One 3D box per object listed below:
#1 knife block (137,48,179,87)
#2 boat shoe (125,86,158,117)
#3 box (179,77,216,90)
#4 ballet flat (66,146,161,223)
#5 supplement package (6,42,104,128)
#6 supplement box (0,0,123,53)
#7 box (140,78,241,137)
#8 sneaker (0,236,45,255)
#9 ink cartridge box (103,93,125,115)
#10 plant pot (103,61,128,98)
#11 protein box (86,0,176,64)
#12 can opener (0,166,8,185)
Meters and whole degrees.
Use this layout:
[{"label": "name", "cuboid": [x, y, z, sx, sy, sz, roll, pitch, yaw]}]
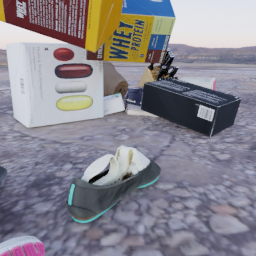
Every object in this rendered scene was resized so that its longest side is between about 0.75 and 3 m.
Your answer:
[{"label": "knife block", "cuboid": [1.218, -2.339, 12.867, 0.927, 2.543, 2.896, -6, 16, -22]}, {"label": "boat shoe", "cuboid": [0.976, -1.053, 10.963, 2.326, 1.079, 0.868, 4, 16, 14]}, {"label": "box", "cuboid": [2.876, -1.435, 11.954, 1.499, 1.277, 2.345, 6, 17, 20]}, {"label": "ballet flat", "cuboid": [-0.099, 0.785, 4.845, 0.786, 0.791, 2.311, 5, 15, 34]}, {"label": "supplement package", "cuboid": [-2.577, -1.666, 10.124, 2.816, 2.693, 2.071, -11, 19, -33]}, {"label": "supplement box", "cuboid": [-0.957, -2.307, 4.072, 1.684, 1.661, 1.118, 19, 43, 6]}, {"label": "box", "cuboid": [2.058, -0.804, 9.373, 2.677, 1.056, 1.889, 25, 30, 34]}, {"label": "sneaker", "cuboid": [-1.619, 1.452, 2.783, 1.546, 0.629, 0.682, -12, 22, -38]}, {"label": "ink cartridge box", "cuboid": [-0.641, -0.996, 11.466, 0.916, 0.528, 1.255, -15, 16, 0]}, {"label": "plant pot", "cuboid": [-0.967, -2.246, 14.212, 1.780, 2.041, 2.041, 31, 31, 31]}, {"label": "protein box", "cuboid": [-0.073, -3.339, 8.435, 2.347, 1.583, 2.330, 0, 53, -9]}, {"label": "can opener", "cuboid": [-2.290, 1.141, 4.515, 0.553, 0.438, 1.664, 33, 9, -17]}]
